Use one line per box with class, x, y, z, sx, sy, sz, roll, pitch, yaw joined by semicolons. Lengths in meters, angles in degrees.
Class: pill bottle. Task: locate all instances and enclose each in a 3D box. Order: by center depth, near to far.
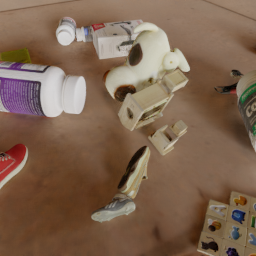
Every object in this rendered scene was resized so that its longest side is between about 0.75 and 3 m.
pill bottle;4.059;-0.479;8.020;1.531;1.531;2.707;2;40;3
pill bottle;-2.846;-1.180;8.771;2.839;1.582;1.582;7;41;7
pill bottle;-2.925;-4.548;13.236;0.878;0.878;1.587;-3;41;-3
pill bottle;-1.837;-4.471;13.283;1.226;0.698;0.698;-9;42;-10

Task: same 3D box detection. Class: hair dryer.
hair dryer;4.159;-1.352;9.994;1.821;0.495;1.387;31;66;37

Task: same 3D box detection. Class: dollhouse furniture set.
dollhouse furniture set;1.186;-0.387;8.572;2.186;1.216;1.934;-29;73;-30

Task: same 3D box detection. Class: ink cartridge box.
ink cartridge box;-0.298;-4.007;12.510;2.378;0.986;1.746;-10;41;-11

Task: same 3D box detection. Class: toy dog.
toy dog;0.430;-1.863;9.144;2.531;2.454;1.766;-45;62;2

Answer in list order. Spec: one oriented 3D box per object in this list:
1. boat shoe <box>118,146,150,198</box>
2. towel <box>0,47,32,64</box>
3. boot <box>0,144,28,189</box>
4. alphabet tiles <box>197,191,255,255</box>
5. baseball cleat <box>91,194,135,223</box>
boat shoe;0.263;1.101;7.017;0.549;0.516;1.440;41;56;-13
towel;-4.566;-2.585;11.446;1.202;0.252;2.792;-14;42;-16
boot;-3.141;0.711;6.905;0.592;1.180;1.636;14;42;15
alphabet tiles;2.876;2.420;5.760;2.659;0.084;2.212;15;43;17
baseball cleat;-0.365;1.795;6.340;1.020;0.356;0.543;-4;34;-20
